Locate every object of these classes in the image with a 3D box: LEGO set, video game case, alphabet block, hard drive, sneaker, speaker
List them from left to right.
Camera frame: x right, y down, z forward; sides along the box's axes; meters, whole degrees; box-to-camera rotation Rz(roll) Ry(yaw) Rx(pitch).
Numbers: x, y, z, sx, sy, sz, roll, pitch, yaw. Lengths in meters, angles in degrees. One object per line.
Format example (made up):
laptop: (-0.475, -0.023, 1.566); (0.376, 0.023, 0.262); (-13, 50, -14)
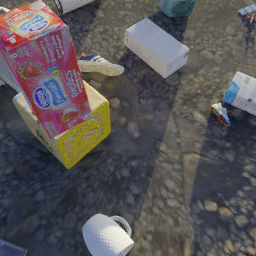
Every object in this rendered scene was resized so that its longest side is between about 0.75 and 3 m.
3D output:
video game case: (-3.932, 3.814, 6.411); (2.010, 0.267, 2.814); (20, 50, 3)
hard drive: (-3.676, -2.318, 9.205); (1.745, 2.500, 0.411); (-54, 29, -14)
alphabet block: (-1.835, -0.315, 8.274); (1.945, 1.910, 1.900); (39, 69, 19)
speaker: (-1.969, -5.702, 11.876); (2.290, 0.930, 0.930); (-31, 65, -15)
sneaker: (-0.960, -2.407, 10.163); (1.746, 0.655, 0.738); (11, 65, 6)
sneaker: (3.159, -0.470, 9.256); (0.401, 0.343, 0.910); (-25, 64, -13)
LEGO set: (5.288, -4.811, 11.762); (0.796, 0.261, 1.065); (-22, 63, -8)

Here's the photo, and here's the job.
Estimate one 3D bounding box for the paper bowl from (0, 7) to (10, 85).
paper bowl: (-4.824, -3.144, 10.076); (3.004, 1.562, 3.004); (0, 59, 0)

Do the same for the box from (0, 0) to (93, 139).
box: (-1.748, -1.127, 5.950); (1.203, 2.520, 1.256); (-31, 56, -17)

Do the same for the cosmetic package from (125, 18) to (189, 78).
cosmetic package: (1.026, -2.998, 10.414); (1.152, 0.839, 2.267); (-37, 69, -18)

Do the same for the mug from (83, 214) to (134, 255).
mug: (-0.469, 2.756, 7.185); (1.301, 0.961, 1.141); (-19, 54, -45)

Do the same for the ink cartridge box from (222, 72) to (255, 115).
ink cartridge box: (4.253, -1.055, 9.432); (1.761, 0.598, 1.022); (28, 64, 15)

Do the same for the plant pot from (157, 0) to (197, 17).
plant pot: (2.082, -5.537, 11.463); (1.624, 1.629, 1.659); (-8, 74, -5)
